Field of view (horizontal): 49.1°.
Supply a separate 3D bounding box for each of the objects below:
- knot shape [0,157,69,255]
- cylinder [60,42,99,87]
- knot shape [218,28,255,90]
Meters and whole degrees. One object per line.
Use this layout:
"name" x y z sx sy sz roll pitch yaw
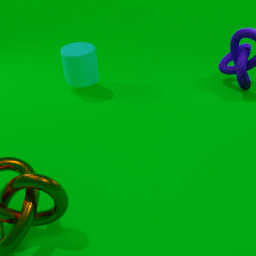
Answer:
"knot shape" -2.038 1.444 5.016 1.704 0.788 1.595 23 83 8
"cylinder" -1.698 -2.252 9.960 1.203 1.203 1.203 -1 39 1
"knot shape" 4.059 -2.499 10.185 0.967 2.092 1.957 2 17 -9
